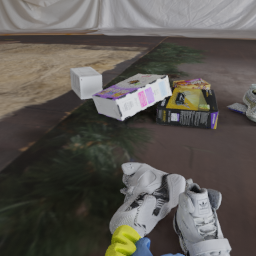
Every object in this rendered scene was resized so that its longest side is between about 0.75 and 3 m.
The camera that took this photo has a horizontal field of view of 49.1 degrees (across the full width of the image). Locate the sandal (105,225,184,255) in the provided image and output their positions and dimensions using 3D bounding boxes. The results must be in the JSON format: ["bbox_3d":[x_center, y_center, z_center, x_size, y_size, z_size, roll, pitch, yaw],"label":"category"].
[{"bbox_3d":[0.163,2.299,3.058,1.295,1.183,2.975,9,27,9],"label":"sandal"}]

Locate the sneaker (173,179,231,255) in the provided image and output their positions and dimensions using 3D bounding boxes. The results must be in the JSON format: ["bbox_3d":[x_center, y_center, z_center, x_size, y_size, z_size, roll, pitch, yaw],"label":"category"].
[{"bbox_3d":[1.228,1.656,4.489,0.689,1.054,1.834,-5,25,-10],"label":"sneaker"}]

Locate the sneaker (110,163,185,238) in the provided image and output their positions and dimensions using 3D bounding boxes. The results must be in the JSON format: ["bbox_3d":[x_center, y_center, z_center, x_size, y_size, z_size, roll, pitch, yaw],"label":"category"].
[{"bbox_3d":[0.143,1.347,5.551,1.220,0.797,2.122,18,25,36],"label":"sneaker"}]

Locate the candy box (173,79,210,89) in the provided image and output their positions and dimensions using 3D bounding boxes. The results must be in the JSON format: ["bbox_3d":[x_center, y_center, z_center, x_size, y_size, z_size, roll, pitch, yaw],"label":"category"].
[{"bbox_3d":[2.956,-1.927,13.083,1.496,0.422,0.873,-9,31,-14],"label":"candy box"}]

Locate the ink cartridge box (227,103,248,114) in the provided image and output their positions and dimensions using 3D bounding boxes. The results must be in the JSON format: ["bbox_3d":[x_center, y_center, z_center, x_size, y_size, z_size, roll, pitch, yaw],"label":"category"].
[{"bbox_3d":[4.319,-0.729,10.823,0.762,0.155,0.761,-17,32,-37],"label":"ink cartridge box"}]

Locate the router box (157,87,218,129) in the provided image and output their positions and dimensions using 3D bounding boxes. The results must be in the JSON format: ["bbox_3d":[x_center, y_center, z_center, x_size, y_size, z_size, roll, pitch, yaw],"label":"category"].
[{"bbox_3d":[2.216,-0.834,10.430,2.007,0.667,2.553,5,25,11],"label":"router box"}]

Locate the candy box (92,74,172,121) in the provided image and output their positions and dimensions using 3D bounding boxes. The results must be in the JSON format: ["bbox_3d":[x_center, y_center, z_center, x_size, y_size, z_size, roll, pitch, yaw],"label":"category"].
[{"bbox_3d":[0.122,-1.206,10.193,2.232,0.798,1.872,-28,24,-23],"label":"candy box"}]

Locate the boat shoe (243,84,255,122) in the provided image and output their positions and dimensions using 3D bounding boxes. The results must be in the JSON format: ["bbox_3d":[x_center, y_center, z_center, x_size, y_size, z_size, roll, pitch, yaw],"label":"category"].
[{"bbox_3d":[4.939,-1.062,10.423,1.036,0.902,2.812,24,32,12],"label":"boat shoe"}]

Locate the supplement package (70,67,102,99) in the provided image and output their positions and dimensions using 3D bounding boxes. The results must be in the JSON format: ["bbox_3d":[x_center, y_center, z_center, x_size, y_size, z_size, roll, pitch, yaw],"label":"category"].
[{"bbox_3d":[-1.927,-2.088,12.799,1.047,1.008,1.841,-10,26,-20],"label":"supplement package"}]
